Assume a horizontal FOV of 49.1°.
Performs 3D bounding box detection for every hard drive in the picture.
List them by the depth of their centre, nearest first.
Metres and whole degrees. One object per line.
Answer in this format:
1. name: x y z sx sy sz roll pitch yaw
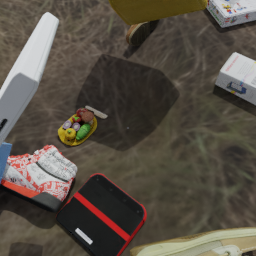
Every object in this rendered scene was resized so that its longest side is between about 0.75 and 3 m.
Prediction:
1. hard drive: -1.260 -0.557 3.246 0.238 1.193 1.810 30 28 -25

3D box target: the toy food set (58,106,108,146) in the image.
1. toy food set: -1.234 -0.163 7.256 0.779 0.433 1.324 33 64 19

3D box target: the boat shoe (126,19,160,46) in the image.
1. boat shoe: 0.372 -3.299 9.143 0.635 0.671 1.866 25 52 20

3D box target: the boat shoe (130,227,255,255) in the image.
1. boat shoe: 1.419 2.466 5.352 2.694 0.983 0.848 -9 68 -4

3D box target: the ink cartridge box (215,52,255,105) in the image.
1. ink cartridge box: 3.352 -1.412 7.939 1.376 0.602 1.000 33 63 17

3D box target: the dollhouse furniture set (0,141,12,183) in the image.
1. dollhouse furniture set: -4.102 0.969 5.128 2.654 1.835 2.812 17 85 10

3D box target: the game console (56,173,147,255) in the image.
1. game console: -0.553 1.899 6.121 1.608 0.250 1.422 34 69 20

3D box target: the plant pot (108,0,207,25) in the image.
1. plant pot: 0.447 -3.820 6.188 2.198 2.263 2.212 -4 96 21

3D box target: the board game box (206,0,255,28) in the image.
1. board game box: 4.196 -4.562 9.969 2.765 0.478 1.745 -15 59 -9

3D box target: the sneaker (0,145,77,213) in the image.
1. sneaker: -2.349 0.884 6.413 2.362 0.789 1.266 22 59 9
